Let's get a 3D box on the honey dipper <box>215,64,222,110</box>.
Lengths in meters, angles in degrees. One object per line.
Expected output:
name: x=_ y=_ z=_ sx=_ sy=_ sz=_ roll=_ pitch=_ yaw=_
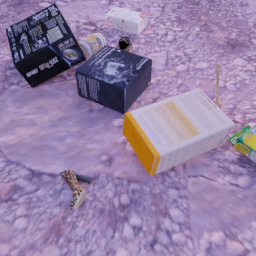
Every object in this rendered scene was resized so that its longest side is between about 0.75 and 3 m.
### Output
honey dipper: x=2.652 y=-1.129 z=8.285 sx=0.288 sy=1.515 sz=0.288 roll=0 pitch=4 yaw=0

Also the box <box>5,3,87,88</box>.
box: x=-3.036 y=-3.061 z=10.175 sx=2.201 sy=1.158 sz=2.688 roll=-29 pitch=50 yaw=-2

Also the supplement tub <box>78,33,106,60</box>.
supplement tub: x=-1.441 y=-3.225 z=11.012 sx=0.773 sy=0.773 sz=1.069 roll=27 pitch=52 yaw=24

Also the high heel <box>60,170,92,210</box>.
high heel: x=-1.413 y=1.463 z=6.685 sx=0.825 sy=0.413 sz=1.158 roll=15 pitch=31 yaw=5

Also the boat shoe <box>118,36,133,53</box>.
boat shoe: x=-0.102 y=-3.299 z=11.209 sx=0.598 sy=0.588 sz=1.605 roll=-1 pitch=46 yaw=-1

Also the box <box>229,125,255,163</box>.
box: x=3.773 y=0.541 z=7.618 sx=1.057 sy=0.436 sz=1.801 roll=-30 pitch=51 yaw=-26

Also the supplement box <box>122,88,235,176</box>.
supplement box: x=1.323 y=0.040 z=7.591 sx=2.524 sy=0.928 sz=1.590 roll=-19 pitch=55 yaw=-21

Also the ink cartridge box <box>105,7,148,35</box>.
ink cartridge box: x=-0.093 y=-4.903 z=12.770 sx=1.721 sy=0.581 sz=1.002 roll=22 pitch=50 yaw=18

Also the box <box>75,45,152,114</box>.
box: x=-0.433 y=-1.669 z=9.290 sx=1.871 sy=1.098 sz=1.840 roll=23 pitch=50 yaw=19
